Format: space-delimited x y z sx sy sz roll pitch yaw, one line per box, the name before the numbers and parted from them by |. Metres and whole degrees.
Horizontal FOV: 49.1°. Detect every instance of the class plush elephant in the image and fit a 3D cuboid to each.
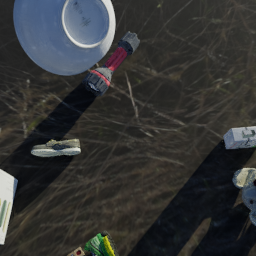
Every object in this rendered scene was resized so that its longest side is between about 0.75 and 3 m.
plush elephant | 4.098 1.755 8.211 1.863 2.406 1.982 -33 56 10

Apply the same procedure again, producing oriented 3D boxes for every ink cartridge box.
ink cartridge box | 3.874 0.330 9.265 1.149 0.838 0.483 -4 68 -1

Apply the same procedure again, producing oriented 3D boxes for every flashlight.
flashlight | -0.543 -2.429 10.347 0.915 0.919 2.704 25 71 35

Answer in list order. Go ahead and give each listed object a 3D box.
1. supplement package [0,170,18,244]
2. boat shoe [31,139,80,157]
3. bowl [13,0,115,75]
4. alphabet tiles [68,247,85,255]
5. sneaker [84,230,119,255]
supplement package | -4.343 2.255 8.083 1.469 1.480 1.950 4 67 2
boat shoe | -2.385 0.644 9.298 1.573 0.562 0.470 -2 67 -8
bowl | -1.427 -2.910 7.687 2.999 2.999 1.348 -46 36 -17
alphabet tiles | -1.676 4.305 7.998 1.346 0.051 1.125 -31 71 -12
sneaker | -0.545 4.026 7.805 0.888 0.813 2.084 -27 61 -3
